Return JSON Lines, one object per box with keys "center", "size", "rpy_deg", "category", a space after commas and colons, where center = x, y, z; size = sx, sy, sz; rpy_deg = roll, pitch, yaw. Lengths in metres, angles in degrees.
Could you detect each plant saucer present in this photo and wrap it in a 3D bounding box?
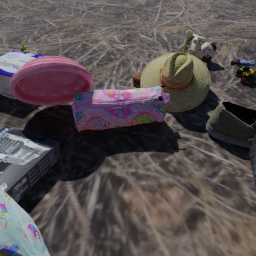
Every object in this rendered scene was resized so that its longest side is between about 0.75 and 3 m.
{"center": [-1.899, -1.182, 7.043], "size": [2.019, 2.019, 0.512], "rpy_deg": [-8, 74, -10], "category": "plant saucer"}

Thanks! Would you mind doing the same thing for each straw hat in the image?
{"center": [1.352, -1.559, 7.670], "size": [2.109, 0.893, 2.109], "rpy_deg": [-1, 65, 1], "category": "straw hat"}

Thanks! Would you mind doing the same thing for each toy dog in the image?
{"center": [2.692, -2.914, 10.458], "size": [1.227, 0.883, 1.266], "rpy_deg": [18, 20, -38], "category": "toy dog"}

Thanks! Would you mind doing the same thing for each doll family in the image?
{"center": [3.870, -1.897, 9.251], "size": [0.780, 0.530, 1.350], "rpy_deg": [-2, 31, 4], "category": "doll family"}

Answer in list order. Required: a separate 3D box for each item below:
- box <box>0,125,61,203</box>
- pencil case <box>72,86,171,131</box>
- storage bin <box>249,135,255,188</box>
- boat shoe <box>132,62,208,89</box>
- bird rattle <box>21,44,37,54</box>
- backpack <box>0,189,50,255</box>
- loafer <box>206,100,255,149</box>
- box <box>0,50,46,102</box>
{"center": [-2.476, 0.769, 5.580], "size": [1.447, 0.456, 1.835], "rpy_deg": [16, 39, 20], "category": "box"}
{"center": [-0.177, -0.506, 6.876], "size": [2.323, 1.016, 1.016], "rpy_deg": [-5, 36, -6], "category": "pencil case"}
{"center": [3.557, 0.548, 4.933], "size": [2.342, 1.583, 1.098], "rpy_deg": [7, 37, 9], "category": "storage bin"}
{"center": [1.309, -1.668, 8.574], "size": [2.358, 0.871, 0.892], "rpy_deg": [-3, 36, -4], "category": "boat shoe"}
{"center": [-3.689, -2.670, 10.316], "size": [0.794, 0.549, 0.974], "rpy_deg": [1, 36, -26], "category": "bird rattle"}
{"center": [-1.919, 1.672, 3.280], "size": [2.302, 1.746, 2.759], "rpy_deg": [-26, 40, -26], "category": "backpack"}
{"center": [3.082, 0.028, 6.219], "size": [2.604, 0.907, 0.979], "rpy_deg": [15, 39, 19], "category": "loafer"}
{"center": [-3.372, -1.657, 8.593], "size": [1.465, 0.836, 1.593], "rpy_deg": [15, 39, 21], "category": "box"}
